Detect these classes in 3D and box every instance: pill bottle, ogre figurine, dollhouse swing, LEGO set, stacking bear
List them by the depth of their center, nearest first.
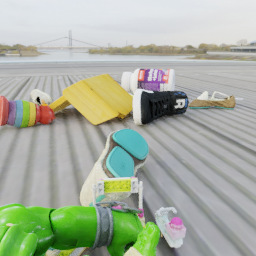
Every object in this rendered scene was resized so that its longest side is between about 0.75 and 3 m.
[{"bbox_3d":[-0.567,1.238,1.806,1.428,1.168,2.381,14,41,-3],"label":"ogre figurine"},{"bbox_3d":[-0.368,1.048,3.004,1.956,0.728,0.900,-9,19,-27],"label":"LEGO set"},{"bbox_3d":[-2.828,-0.422,7.940,1.459,0.830,0.886,3,9,-30],"label":"stacking bear"},{"bbox_3d":[-1.254,-0.616,9.259,2.060,1.993,2.267,44,21,0],"label":"dollhouse swing"},{"bbox_3d":[0.904,-1.995,12.427,2.242,1.249,1.249,4,17,13],"label":"pill bottle"}]

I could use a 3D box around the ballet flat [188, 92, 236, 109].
[{"bbox_3d":[3.078,-1.024,10.249,1.708,0.618,0.579,2,17,8],"label":"ballet flat"}]

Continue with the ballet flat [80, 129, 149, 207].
[{"bbox_3d":[-0.215,0.580,4.544,0.805,0.744,2.388,43,16,1],"label":"ballet flat"}]

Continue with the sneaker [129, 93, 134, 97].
[{"bbox_3d":[0.030,-1.245,11.470,0.957,0.361,0.366,11,19,36],"label":"sneaker"}]

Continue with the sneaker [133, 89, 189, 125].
[{"bbox_3d":[1.080,-0.758,8.551,1.521,0.993,2.719,0,14,13],"label":"sneaker"}]

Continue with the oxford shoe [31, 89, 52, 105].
[{"bbox_3d":[-3.504,-1.153,10.917,0.446,0.581,1.546,-35,34,-29],"label":"oxford shoe"}]
